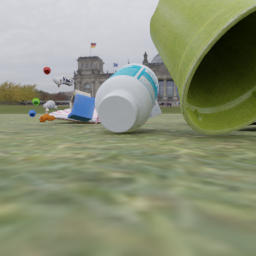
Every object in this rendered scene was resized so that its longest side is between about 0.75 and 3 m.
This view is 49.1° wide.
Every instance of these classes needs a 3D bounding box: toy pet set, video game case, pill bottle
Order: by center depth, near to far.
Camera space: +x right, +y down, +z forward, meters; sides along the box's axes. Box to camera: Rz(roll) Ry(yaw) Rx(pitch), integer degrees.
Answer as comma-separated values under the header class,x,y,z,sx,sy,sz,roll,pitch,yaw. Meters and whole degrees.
class,x,y,z,sx,sy,sz,roll,pitch,yaw
pill bottle,-0.006,-0.630,5.866,1.137,1.137,2.052,1,22,12
toy pet set,-1.862,-0.606,8.021,1.613,1.727,0.917,13,34,-24
video game case,0.589,-0.689,9.422,0.870,0.792,0.103,-21,14,8

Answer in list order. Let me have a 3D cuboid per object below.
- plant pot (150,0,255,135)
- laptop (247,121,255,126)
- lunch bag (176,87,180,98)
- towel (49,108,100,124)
class,x,y,z,sx,sy,sz,roll,pitch,yaw
plant pot,1.506,-1.477,4.934,2.386,2.386,2.194,-2,42,-26
laptop,3.600,-0.921,6.254,2.205,1.278,2.065,-7,7,40
lunch bag,2.652,-1.075,8.840,2.250,1.529,1.489,-18,2,-21
towel,-1.634,-0.587,10.646,1.802,0.368,2.463,5,12,14
